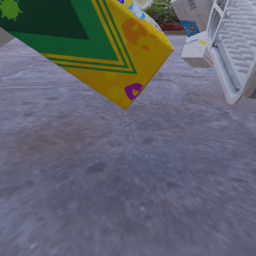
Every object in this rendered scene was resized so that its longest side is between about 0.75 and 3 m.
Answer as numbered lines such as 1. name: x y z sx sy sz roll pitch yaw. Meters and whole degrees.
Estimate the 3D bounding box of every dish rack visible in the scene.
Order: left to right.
1. dish rack: 1.934 -1.897 4.228 0.605 2.386 2.780 9 41 -1

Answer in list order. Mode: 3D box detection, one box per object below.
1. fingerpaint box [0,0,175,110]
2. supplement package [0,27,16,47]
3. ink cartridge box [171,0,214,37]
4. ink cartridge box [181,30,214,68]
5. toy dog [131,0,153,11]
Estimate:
1. fingerpaint box: -0.527 -1.443 3.400 1.881 0.827 2.255 33 23 -15
2. supplement package: -2.835 -2.787 5.552 2.883 1.691 1.685 -46 6 -28
3. ink cartridge box: 2.007 -2.929 6.393 1.745 1.012 0.592 -12 41 34
4. ink cartridge box: 2.442 -2.679 9.253 0.843 1.155 0.847 15 -5 42
5. toy dog: -0.760 -3.570 8.173 1.824 2.535 2.615 -28 -1 -11
